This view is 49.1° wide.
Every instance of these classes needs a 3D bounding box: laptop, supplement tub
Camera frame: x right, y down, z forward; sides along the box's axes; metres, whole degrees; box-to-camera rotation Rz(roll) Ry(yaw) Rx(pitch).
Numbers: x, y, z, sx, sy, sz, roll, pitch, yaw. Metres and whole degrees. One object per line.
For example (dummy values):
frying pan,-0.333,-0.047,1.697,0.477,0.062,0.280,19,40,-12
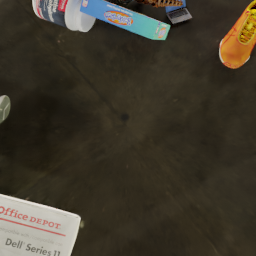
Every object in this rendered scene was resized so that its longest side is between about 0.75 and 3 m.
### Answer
laptop,1.616,-3.841,8.983,0.719,0.445,0.768,-20,67,-8
supplement tub,-1.904,-3.700,8.527,1.663,1.167,1.167,23,69,10

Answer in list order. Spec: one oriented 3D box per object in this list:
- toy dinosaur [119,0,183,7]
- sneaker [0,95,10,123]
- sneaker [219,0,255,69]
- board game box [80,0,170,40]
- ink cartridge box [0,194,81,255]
toy dinosaur,0.573,-4.706,9.022,2.826,1.444,1.918,34,105,-2
sneaker,-3.682,-0.243,7.396,0.621,0.545,1.550,18,69,11
sneaker,3.462,-2.899,8.285,0.963,1.018,2.639,26,71,9
board game box,-0.014,-3.153,8.089,2.224,1.691,0.500,24,112,11
ink cartridge box,-1.762,1.871,5.128,1.626,2.776,0.934,16,70,-3
